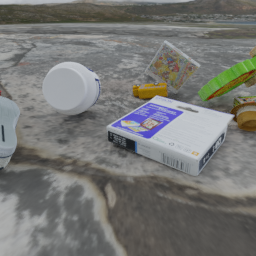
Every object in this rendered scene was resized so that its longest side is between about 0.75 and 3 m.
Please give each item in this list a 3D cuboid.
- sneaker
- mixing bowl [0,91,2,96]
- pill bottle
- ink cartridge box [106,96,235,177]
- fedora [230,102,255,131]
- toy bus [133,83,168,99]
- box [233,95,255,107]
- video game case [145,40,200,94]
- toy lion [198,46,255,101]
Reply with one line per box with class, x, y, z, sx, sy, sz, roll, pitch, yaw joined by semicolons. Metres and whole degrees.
sneaker;-2.984;0.039;6.358;0.822;0.797;2.251;22;24;-30
mixing bowl;-4.601;-0.744;8.651;1.376;0.745;1.376;-2;13;0
pill bottle;-1.566;-1.130;8.018;1.430;1.430;2.574;0;8;-1
ink cartridge box;1.143;0.016;7.177;2.428;0.532;2.450;19;36;31
fedora;3.364;-0.232;7.677;1.144;1.144;0.467;10;60;21
toy bus;0.806;-1.368;10.366;1.292;0.420;0.506;-3;32;15
box;4.630;-0.653;8.851;2.185;0.379;1.202;-4;30;-8
video game case;1.581;-2.175;10.298;1.510;1.659;0.190;35;54;-2
toy lion;3.537;-1.639;9.445;2.582;0.925;2.693;-30;-9;2
